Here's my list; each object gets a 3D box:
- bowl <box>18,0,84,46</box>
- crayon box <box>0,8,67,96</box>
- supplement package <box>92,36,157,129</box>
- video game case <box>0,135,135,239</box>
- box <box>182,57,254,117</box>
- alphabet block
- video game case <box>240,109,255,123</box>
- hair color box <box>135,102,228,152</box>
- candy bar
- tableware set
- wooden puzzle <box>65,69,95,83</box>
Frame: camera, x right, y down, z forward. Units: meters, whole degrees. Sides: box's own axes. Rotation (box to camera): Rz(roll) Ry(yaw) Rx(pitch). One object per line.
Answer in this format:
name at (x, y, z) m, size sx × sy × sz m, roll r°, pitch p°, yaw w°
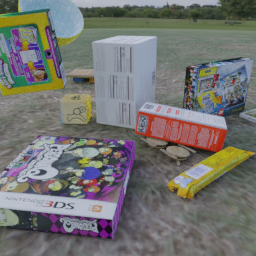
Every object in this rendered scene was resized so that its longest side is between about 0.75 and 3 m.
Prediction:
bowl at (-2.466, -3.232, 8.732) m, size 1.960 × 1.055 × 1.960 m, roll 14°, pitch 57°, yaw -24°
crayon box at (-2.606, -1.868, 7.087) m, size 1.668 × 1.934 × 0.564 m, roll -7°, pitch 32°, yaw 0°
supplement package at (-0.038, -1.618, 9.346) m, size 1.457 × 2.627 × 2.046 m, roll 9°, pitch 26°, yaw 20°
video game case at (-1.300, 1.023, 6.019) m, size 2.619 × 0.517 × 2.889 m, roll 4°, pitch 24°, yaw 8°
box at (3.029, -1.259, 9.432) m, size 2.789 × 1.905 × 0.526 m, roll -16°, pitch 30°, yaw -32°
alphabet block at (-1.732, -0.646, 9.404) m, size 0.859 × 0.839 × 0.844 m, roll 2°, pitch 26°, yaw 2°
video game case at (4.920, -0.373, 9.597) m, size 1.553 × 0.171 × 1.414 m, roll -14°, pitch 28°, yaw -27°
hair color box at (1.475, -0.080, 7.846) m, size 2.335 × 0.715 × 1.185 m, roll 13°, pitch 20°, yaw 11°
candy bar at (2.014, 0.914, 6.522) m, size 2.781 × 0.308 × 0.693 m, roll -20°, pitch 27°, yaw -37°
tableware set at (1.022, 0.551, 7.396) m, size 0.869 × 0.264 × 1.315 m, roll -9°, pitch 27°, yaw -41°
wooden puzzle at (-2.076, -2.731, 14.619) m, size 1.872 × 0.468 × 2.021 m, roll 4°, pitch 20°, yaw 7°
